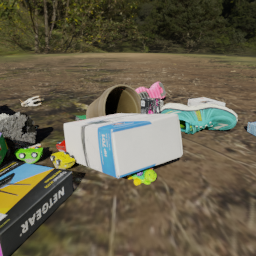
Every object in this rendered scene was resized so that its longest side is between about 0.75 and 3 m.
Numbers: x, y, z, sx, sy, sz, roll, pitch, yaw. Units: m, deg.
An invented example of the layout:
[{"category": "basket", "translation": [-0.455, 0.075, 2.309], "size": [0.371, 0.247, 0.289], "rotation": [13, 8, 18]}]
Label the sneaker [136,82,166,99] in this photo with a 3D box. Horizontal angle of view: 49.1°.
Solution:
[{"category": "sneaker", "translation": [0.804, -1.610, 14.778], "size": [1.346, 1.115, 2.822], "rotation": [-14, 6, 42]}]

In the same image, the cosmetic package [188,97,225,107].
[{"category": "cosmetic package", "translation": [3.941, -1.192, 14.149], "size": [1.123, 0.385, 1.489], "rotation": [-8, 20, -29]}]

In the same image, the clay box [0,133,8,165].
[{"category": "clay box", "translation": [-4.805, 0.871, 7.031], "size": [2.923, 0.696, 1.679], "rotation": [1, 39, -1]}]

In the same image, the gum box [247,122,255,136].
[{"category": "gum box", "translation": [5.572, 0.215, 10.021], "size": [1.652, 0.433, 1.945], "rotation": [-4, 20, -10]}]

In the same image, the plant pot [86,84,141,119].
[{"category": "plant pot", "translation": [-0.636, -0.511, 10.330], "size": [1.932, 1.932, 1.676], "rotation": [-19, 8, -43]}]

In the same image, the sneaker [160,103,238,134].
[{"category": "sneaker", "translation": [2.590, -0.186, 10.693], "size": [2.988, 1.158, 1.190], "rotation": [1, 39, 17]}]

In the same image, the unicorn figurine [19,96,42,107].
[{"category": "unicorn figurine", "translation": [-5.021, -1.345, 14.527], "size": [0.972, 0.522, 1.415], "rotation": [-17, 9, -16]}]

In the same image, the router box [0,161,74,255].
[{"category": "router box", "translation": [-2.518, 1.545, 5.928], "size": [1.779, 0.609, 2.385], "rotation": [7, 20, 18]}]

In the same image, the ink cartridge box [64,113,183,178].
[{"category": "ink cartridge box", "translation": [-0.258, 0.318, 7.723], "size": [2.067, 1.212, 2.823], "rotation": [-13, 12, -33]}]

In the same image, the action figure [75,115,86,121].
[{"category": "action figure", "translation": [-1.597, -0.406, 11.963], "size": [1.218, 0.333, 0.719], "rotation": [-1, 17, -24]}]

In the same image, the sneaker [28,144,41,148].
[{"category": "sneaker", "translation": [-3.049, 0.743, 8.773], "size": [0.774, 0.299, 0.303], "rotation": [-15, 14, 14]}]

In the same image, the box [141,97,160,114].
[{"category": "box", "translation": [0.804, -0.642, 10.059], "size": [0.569, 0.861, 0.494], "rotation": [10, 17, 40]}]

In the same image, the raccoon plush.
[{"category": "raccoon plush", "translation": [-4.268, 0.223, 9.043], "size": [1.729, 1.249, 2.581], "rotation": [1, 18, 26]}]

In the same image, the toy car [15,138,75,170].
[{"category": "toy car", "translation": [-2.403, 0.806, 8.353], "size": [1.814, 0.430, 1.928], "rotation": [-2, 19, -5]}]

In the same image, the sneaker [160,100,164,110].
[{"category": "sneaker", "translation": [0.771, -0.668, 11.769], "size": [0.952, 0.941, 2.398], "rotation": [14, 25, 21]}]

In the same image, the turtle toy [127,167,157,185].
[{"category": "turtle toy", "translation": [0.408, 1.173, 7.238], "size": [0.659, 0.457, 0.904], "rotation": [-11, 22, -29]}]
